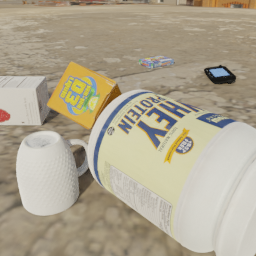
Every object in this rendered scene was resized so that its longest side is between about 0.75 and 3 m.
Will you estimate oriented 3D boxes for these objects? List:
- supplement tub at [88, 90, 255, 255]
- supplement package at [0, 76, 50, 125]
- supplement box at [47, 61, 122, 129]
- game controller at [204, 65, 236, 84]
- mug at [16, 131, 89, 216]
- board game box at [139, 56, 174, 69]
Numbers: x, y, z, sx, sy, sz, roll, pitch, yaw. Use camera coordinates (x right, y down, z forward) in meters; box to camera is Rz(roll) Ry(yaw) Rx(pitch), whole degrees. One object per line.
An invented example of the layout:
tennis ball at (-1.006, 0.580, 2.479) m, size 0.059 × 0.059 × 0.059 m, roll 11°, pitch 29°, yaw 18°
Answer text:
supplement tub at (0.865, 0.627, 4.426) m, size 1.951 × 1.951 × 2.691 m, roll -25°, pitch 37°, yaw -38°
supplement package at (-3.319, -0.787, 7.973) m, size 1.860 × 1.128 × 1.114 m, roll 0°, pitch 28°, yaw 0°
supplement box at (-0.745, -0.570, 6.211) m, size 1.009 × 0.976 × 2.933 m, roll 29°, pitch 0°, yaw 0°
game controller at (3.729, -2.209, 11.472) m, size 0.937 × 0.378 × 1.796 m, roll 0°, pitch 27°, yaw 0°
mug at (-1.298, 0.683, 5.093) m, size 1.414 × 1.240 × 1.044 m, roll -18°, pitch 33°, yaw -31°
board game box at (1.360, -3.178, 13.434) m, size 1.404 × 0.242 × 0.950 m, roll -17°, pitch 32°, yaw -29°
